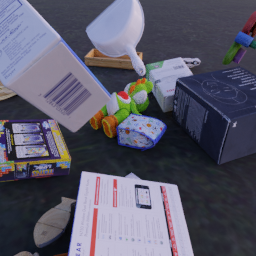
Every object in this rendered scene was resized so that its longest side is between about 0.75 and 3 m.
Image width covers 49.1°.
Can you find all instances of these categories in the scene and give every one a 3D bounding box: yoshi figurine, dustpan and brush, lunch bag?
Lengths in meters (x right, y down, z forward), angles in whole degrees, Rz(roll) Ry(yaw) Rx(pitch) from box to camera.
[{"bbox_3d":[-0.045,-0.690,10.098,2.677,1.505,1.499,-42,9,-27],"label":"yoshi figurine"},{"bbox_3d":[-0.132,-2.706,8.648,2.022,0.829,2.897,-35,49,19],"label":"dustpan and brush"},{"bbox_3d":[0.462,0.146,8.952,1.298,0.804,1.103,9,33,25],"label":"lunch bag"}]

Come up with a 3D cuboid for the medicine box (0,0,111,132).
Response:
[{"bbox_3d":[-2.144,-1.663,6.964,1.458,2.580,2.833,-42,61,1],"label":"medicine box"}]

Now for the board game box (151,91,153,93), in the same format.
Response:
[{"bbox_3d":[1.858,-1.964,12.425,2.088,0.360,1.414,7,35,10],"label":"board game box"}]

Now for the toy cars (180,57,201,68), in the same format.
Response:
[{"bbox_3d":[2.621,-3.066,13.952,2.405,0.533,1.078,-26,41,-38],"label":"toy cars"}]

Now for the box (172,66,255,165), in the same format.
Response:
[{"bbox_3d":[3.348,-0.576,9.162,2.767,1.715,2.720,-13,36,-19],"label":"box"}]

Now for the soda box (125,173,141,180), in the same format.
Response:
[{"bbox_3d":[0.281,1.531,7.355,0.262,0.282,0.825,-27,43,-34],"label":"soda box"}]

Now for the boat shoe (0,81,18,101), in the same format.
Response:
[{"bbox_3d":[-5.064,-1.860,11.714,2.970,0.986,1.099,-17,38,-24],"label":"boat shoe"}]

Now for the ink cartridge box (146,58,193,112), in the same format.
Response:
[{"bbox_3d":[1.771,-1.750,11.162,1.570,0.906,2.149,-13,49,-8],"label":"ink cartridge box"}]

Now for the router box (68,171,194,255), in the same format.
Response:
[{"bbox_3d":[0.035,2.138,5.706,2.335,0.636,2.602,10,34,-8],"label":"router box"}]

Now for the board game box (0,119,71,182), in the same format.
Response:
[{"bbox_3d":[-2.846,0.547,8.205,1.843,0.632,2.229,-1,31,-26],"label":"board game box"}]

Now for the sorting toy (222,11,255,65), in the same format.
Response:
[{"bbox_3d":[4.052,-2.863,9.403,0.823,2.005,1.205,34,26,13],"label":"sorting toy"}]

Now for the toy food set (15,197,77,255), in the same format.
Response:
[{"bbox_3d":[-1.393,2.654,5.619,1.793,0.444,2.821,14,31,20],"label":"toy food set"}]

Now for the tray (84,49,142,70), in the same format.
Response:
[{"bbox_3d":[-0.738,-3.643,14.793,2.772,0.513,1.367,7,35,11],"label":"tray"}]
